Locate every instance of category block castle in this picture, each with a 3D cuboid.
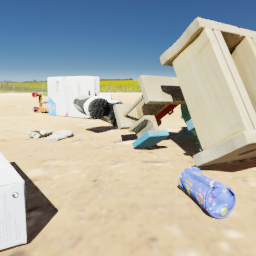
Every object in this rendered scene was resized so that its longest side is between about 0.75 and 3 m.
[{"bbox_3d":[-3.788,-1.194,13.021,1.501,1.003,0.704,3,10,26],"label":"block castle"}]

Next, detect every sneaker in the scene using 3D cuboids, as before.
[{"bbox_3d":[-0.738,-0.556,7.841,0.780,0.727,1.967,21,1,28],"label":"sneaker"}]

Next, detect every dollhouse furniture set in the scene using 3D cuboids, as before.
[{"bbox_3d":[1.424,-0.196,5.431,2.013,2.024,2.872,-3,-22,-32],"label":"dollhouse furniture set"}]

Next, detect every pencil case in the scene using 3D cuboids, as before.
[{"bbox_3d":[0.841,0.672,3.104,0.326,0.363,0.835,-26,12,-7],"label":"pencil case"}]

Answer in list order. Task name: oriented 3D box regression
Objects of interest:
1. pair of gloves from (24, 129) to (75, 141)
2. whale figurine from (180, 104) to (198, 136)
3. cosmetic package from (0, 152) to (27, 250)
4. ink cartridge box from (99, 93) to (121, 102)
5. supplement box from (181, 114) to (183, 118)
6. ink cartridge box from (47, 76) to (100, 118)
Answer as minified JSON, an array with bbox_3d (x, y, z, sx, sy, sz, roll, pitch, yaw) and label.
[{"bbox_3d":[-1.956,0.137,7.102,1.070,0.188,0.910,5,10,23],"label":"pair of gloves"},{"bbox_3d":[2.265,-0.263,6.850,2.211,1.442,2.779,25,-2,28],"label":"whale figurine"},{"bbox_3d":[-2.167,0.602,2.732,1.753,0.601,2.326,-4,10,-32],"label":"cosmetic package"},{"bbox_3d":[-1.343,-1.360,14.522,2.107,0.456,2.068,-2,22,-6],"label":"ink cartridge box"},{"bbox_3d":[2.614,-0.689,11.101,0.869,0.584,0.870,3,9,19],"label":"supplement box"},{"bbox_3d":[-2.070,-1.298,11.578,2.834,1.631,0.961,7,11,38],"label":"ink cartridge box"}]
